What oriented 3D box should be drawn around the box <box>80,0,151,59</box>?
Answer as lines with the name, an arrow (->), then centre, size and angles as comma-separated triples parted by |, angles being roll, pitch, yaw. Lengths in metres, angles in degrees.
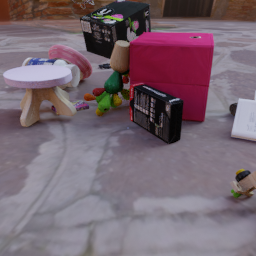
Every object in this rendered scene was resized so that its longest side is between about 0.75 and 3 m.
box -> -0.414, -3.935, 11.062 | 1.703, 1.425, 2.292 | 27, 52, 32

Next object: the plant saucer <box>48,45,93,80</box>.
plant saucer -> -2.694, -2.868, 12.818 | 2.145, 2.145, 0.544 | 12, 67, 24

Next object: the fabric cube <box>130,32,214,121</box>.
fabric cube -> 1.540, -1.933, 9.828 | 2.538, 2.546, 2.498 | 7, 28, 13

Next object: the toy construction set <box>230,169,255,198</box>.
toy construction set -> 2.545, 1.228, 5.096 | 1.731, 1.330, 1.444 | -11, 68, -58

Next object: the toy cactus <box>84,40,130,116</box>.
toy cactus -> -0.438, -1.794, 9.502 | 1.482, 2.391, 2.898 | 24, 40, 14

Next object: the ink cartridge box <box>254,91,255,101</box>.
ink cartridge box -> 5.718, -0.775, 9.674 | 2.552, 0.607, 2.582 | 11, 22, 22

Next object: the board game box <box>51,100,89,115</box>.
board game box -> -2.088, -0.752, 10.127 | 1.173, 0.189, 0.704 | -16, 34, -30

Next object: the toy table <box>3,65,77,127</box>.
toy table -> -2.850, -1.184, 9.321 | 2.470, 1.447, 2.271 | 16, 36, 35

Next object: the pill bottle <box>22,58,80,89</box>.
pill bottle -> -3.299, -2.337, 12.100 | 2.269, 1.259, 1.259 | 8, 27, 16

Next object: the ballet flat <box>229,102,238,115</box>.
ballet flat -> 4.079, -0.439, 9.022 | 0.439, 0.639, 1.895 | -13, 23, -21

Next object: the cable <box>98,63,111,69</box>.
cable -> -1.222, -3.478, 15.732 | 0.891, 0.226, 0.727 | -18, 26, -29

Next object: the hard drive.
hard drive -> 4.080, -0.143, 7.999 | 1.939, 0.246, 1.279 | 11, 65, 22

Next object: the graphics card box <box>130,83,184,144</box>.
graphics card box -> 0.777, -0.500, 8.342 | 0.508, 1.252, 1.996 | -15, 29, -28

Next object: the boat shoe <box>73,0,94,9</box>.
boat shoe -> -1.435, -4.786, 9.943 | 2.444, 1.042, 0.903 | -4, 58, 5
